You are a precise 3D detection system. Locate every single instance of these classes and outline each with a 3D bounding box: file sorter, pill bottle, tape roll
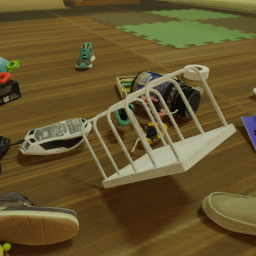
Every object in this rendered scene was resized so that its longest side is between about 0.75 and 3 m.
[{"bbox_3d":[0.435,0.030,5.722,1.727,1.550,2.489,-28,2,-39],"label":"file sorter"},{"bbox_3d":[1.212,-1.084,9.158,2.144,1.199,1.199,26,39,36],"label":"pill bottle"},{"bbox_3d":[2.968,-2.417,12.188,1.058,0.370,1.058,1,31,0],"label":"tape roll"}]

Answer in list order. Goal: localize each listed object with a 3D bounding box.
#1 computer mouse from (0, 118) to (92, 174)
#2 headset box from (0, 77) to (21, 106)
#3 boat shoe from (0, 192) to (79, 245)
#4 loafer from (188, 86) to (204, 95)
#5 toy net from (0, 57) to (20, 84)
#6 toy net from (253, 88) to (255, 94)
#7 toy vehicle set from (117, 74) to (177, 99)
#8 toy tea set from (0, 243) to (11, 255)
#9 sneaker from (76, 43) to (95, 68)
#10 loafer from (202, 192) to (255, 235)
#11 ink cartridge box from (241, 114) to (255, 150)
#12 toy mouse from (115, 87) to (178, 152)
[{"bbox_3d":[-2.246,0.440,7.267,2.766,0.607,1.517,-14,29,-12],"label":"computer mouse"},{"bbox_3d":[-4.976,-1.395,10.213,1.682,0.650,1.252,22,37,29],"label":"headset box"},{"bbox_3d":[-2.082,1.575,5.063,2.463,0.886,0.798,-4,36,4],"label":"boat shoe"},{"bbox_3d":[2.324,-1.315,10.245,0.475,0.474,1.359,27,40,37],"label":"loafer"},{"bbox_3d":[-4.989,-1.357,9.621,1.552,0.571,2.958,22,62,20],"label":"toy net"},{"bbox_3d":[5.533,-1.273,10.336,1.907,0.368,1.001,-9,35,-12],"label":"toy net"},{"bbox_3d":[0.821,-1.668,10.991,2.388,0.317,1.484,-6,31,-9],"label":"toy vehicle set"},{"bbox_3d":[-2.697,2.295,3.926,2.107,0.780,1.253,-18,35,-27],"label":"toy tea set"},{"bbox_3d":[-2.082,-3.520,13.467,0.803,0.944,2.069,0,32,0],"label":"sneaker"},{"bbox_3d":[2.414,1.581,5.212,1.997,0.682,0.756,14,34,22],"label":"loafer"},{"bbox_3d":[4.244,0.107,7.783,1.710,0.371,1.694,2,39,1],"label":"ink cartridge box"},{"bbox_3d":[0.351,-0.394,8.128,2.214,0.429,1.968,-26,64,-29],"label":"toy mouse"}]
